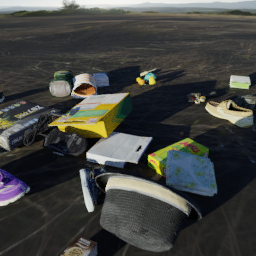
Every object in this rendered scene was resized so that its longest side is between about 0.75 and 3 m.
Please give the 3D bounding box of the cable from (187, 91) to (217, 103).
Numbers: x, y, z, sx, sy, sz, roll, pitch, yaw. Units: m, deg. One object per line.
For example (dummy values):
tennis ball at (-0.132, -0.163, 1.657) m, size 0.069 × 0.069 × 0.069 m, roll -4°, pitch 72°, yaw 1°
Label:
cable at (3.329, -1.390, 12.621) m, size 0.877 × 0.454 × 1.806 m, roll 1°, pitch 9°, yaw 41°

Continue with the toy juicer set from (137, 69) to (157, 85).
toy juicer set at (1.001, -2.605, 14.780) m, size 1.037 × 0.443 × 1.630 m, roll -12°, pitch 28°, yaw 16°

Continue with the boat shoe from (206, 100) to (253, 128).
boat shoe at (3.886, -0.703, 10.714) m, size 0.768 × 0.689 × 2.076 m, roll -18°, pitch 33°, yaw -31°

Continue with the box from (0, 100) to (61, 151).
box at (-3.871, -0.184, 9.831) m, size 1.934 × 0.589 × 2.399 m, roll 18°, pitch 32°, yaw 25°

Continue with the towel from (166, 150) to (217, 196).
towel at (1.597, 1.123, 7.112) m, size 1.274 × 0.307 × 1.090 m, roll 12°, pitch 42°, yaw -4°

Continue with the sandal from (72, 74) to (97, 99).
sandal at (-2.142, -2.220, 13.449) m, size 1.156 × 0.865 × 3.017 m, roll -5°, pitch 28°, yaw -9°

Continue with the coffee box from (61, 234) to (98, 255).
coffee box at (-0.953, 2.405, 5.127) m, size 0.448 × 0.316 × 0.792 m, roll 13°, pitch 30°, yaw 24°

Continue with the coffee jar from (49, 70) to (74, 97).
coffee jar at (-3.128, -2.190, 13.456) m, size 0.985 × 0.806 × 1.889 m, roll -3°, pitch 28°, yaw -3°

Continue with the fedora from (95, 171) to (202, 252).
fedora at (0.228, 1.689, 5.390) m, size 2.213 × 2.213 × 1.011 m, roll 11°, pitch 60°, yaw 21°

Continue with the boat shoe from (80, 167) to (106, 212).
boat shoe at (-0.770, 1.402, 6.817) m, size 0.669 × 0.521 × 1.473 m, roll -10°, pitch 27°, yaw -11°

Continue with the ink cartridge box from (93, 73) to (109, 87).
ink cartridge box at (-1.387, -2.518, 14.557) m, size 0.655 × 0.383 × 1.128 m, roll -8°, pitch 28°, yaw -14°

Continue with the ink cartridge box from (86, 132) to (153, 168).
ink cartridge box at (-0.201, 0.642, 8.485) m, size 1.575 × 0.320 × 1.572 m, roll 8°, pitch 27°, yaw 20°

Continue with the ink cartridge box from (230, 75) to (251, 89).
ink cartridge box at (5.539, -2.190, 13.854) m, size 0.886 × 0.454 × 1.199 m, roll 9°, pitch 30°, yaw 15°

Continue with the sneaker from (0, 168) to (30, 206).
sneaker at (-3.313, 1.218, 6.838) m, size 2.053 × 0.857 × 0.828 m, roll 15°, pitch 31°, yaw 25°

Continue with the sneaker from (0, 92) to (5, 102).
sneaker at (-5.950, -1.329, 11.990) m, size 0.592 × 0.636 × 1.474 m, roll 12°, pitch 29°, yaw 19°

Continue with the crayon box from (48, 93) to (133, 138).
crayon box at (-1.169, -0.388, 9.715) m, size 1.777 × 0.729 × 2.826 m, roll -2°, pitch 24°, yaw 24°

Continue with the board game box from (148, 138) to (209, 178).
board game box at (1.460, 0.841, 8.061) m, size 1.629 × 0.388 × 0.827 m, roll -19°, pitch 33°, yaw -33°

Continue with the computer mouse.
computer mouse at (-2.071, 0.205, 8.772) m, size 2.041 × 0.470 × 1.433 m, roll 10°, pitch 56°, yaw 14°

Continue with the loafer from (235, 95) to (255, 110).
loafer at (5.204, -0.978, 11.440) m, size 1.593 × 0.572 × 0.501 m, roll 1°, pitch 34°, yaw -2°
